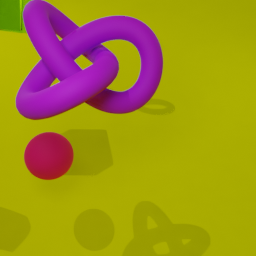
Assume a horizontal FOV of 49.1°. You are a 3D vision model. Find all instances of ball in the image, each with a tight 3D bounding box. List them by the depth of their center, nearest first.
[{"bbox_3d":[-1.323,0.468,4.716,0.807,0.807,0.807,0,53,0],"label":"ball"}]

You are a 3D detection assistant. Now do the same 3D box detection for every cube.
[{"bbox_3d":[-2.244,-2.301,5.031,1.045,1.045,1.045,6,18,-3],"label":"cube"}]

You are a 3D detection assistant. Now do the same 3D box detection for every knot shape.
[{"bbox_3d":[-0.620,-0.924,3.505,1.877,0.867,1.756,-23,64,-26],"label":"knot shape"}]
